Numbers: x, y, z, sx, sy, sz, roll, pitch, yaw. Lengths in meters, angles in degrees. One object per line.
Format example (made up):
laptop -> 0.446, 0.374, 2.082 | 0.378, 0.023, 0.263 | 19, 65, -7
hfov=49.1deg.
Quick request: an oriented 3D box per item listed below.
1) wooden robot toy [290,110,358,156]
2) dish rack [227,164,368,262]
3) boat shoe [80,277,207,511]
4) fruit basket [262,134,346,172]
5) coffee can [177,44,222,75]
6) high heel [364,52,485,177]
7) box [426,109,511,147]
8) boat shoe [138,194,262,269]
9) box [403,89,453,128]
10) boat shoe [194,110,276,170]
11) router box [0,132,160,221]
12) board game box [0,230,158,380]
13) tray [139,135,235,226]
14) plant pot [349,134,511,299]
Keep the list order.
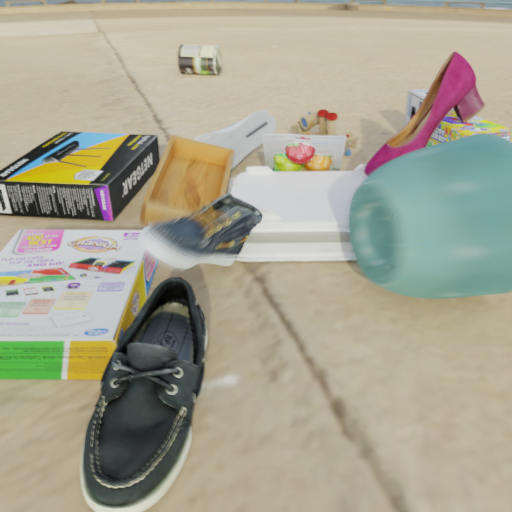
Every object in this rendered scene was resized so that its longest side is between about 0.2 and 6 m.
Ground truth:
wooden robot toy -> 1.470, -3.105, 14.402 | 1.095, 1.063, 2.412 | -27, 37, -22
dish rack -> 1.200, -0.973, 10.608 | 3.804, 0.828, 3.265 | -1, 29, 0
boat shoe -> -1.141, 1.272, 6.211 | 1.160, 1.029, 3.103 | 7, 30, 9
fruit basket -> 0.994, -2.165, 11.839 | 1.670, 1.803, 0.845 | 2, 68, 5
coffee can -> -2.338, -8.176, 23.352 | 1.615, 1.182, 1.182 | 5, 29, 10
high heel -> 2.963, -2.625, 10.620 | 2.615, 1.257, 0.881 | -37, 28, 8
box -> 4.043, -1.863, 11.241 | 1.090, 1.721, 1.787 | -9, 29, -16
boat shoe -> -0.762, -0.452, 8.300 | 0.810, 1.040, 2.290 | 42, 17, 20
box -> 4.613, -3.383, 14.407 | 0.706, 1.370, 2.350 | -5, 30, -9
boat shoe -> -0.749, -2.505, 13.308 | 2.851, 1.028, 1.011 | -32, 8, -28
router box -> -3.719, -1.820, 12.066 | 2.463, 0.843, 3.302 | 3, 29, 6
board game box -> -2.772, 0.537, 7.999 | 2.312, 0.609, 3.022 | 0, 29, 1
tray -> -1.286, -1.424, 11.102 | 1.403, 0.527, 2.845 | 13, 37, -5
plant pot -> 2.484, -0.460, 7.990 | 1.895, 2.362, 2.362 | -9, 30, -16
